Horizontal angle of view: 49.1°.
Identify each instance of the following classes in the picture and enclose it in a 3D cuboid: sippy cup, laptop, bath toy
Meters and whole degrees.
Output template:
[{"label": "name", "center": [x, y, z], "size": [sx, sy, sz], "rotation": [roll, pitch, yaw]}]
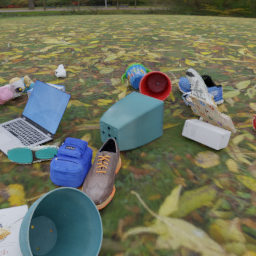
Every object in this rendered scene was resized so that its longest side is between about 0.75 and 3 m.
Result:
[{"label": "sippy cup", "center": [0.545, -2.859, 15.934], "size": [1.272, 1.620, 1.187], "rotation": [35, 24, -33]}, {"label": "laptop", "center": [-4.076, -0.524, 11.049], "size": [2.827, 1.638, 2.647], "rotation": [-25, 37, -38]}, {"label": "bath toy", "center": [-5.974, -1.626, 13.704], "size": [1.096, 1.290, 2.965], "rotation": [34, 43, 13]}]

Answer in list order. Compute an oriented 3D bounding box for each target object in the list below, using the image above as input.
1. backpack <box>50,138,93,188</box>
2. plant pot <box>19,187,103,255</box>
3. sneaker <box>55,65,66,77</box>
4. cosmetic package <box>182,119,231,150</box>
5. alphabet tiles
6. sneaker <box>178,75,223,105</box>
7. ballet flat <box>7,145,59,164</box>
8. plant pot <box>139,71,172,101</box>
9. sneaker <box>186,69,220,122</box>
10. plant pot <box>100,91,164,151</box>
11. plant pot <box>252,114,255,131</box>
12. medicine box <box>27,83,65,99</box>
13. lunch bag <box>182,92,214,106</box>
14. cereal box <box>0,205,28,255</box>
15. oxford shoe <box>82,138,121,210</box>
[{"label": "backpack", "center": [-1.794, 1.054, 8.597], "size": [1.146, 1.183, 1.410], "rotation": [6, 31, 8]}, {"label": "plant pot", "center": [-1.618, 2.287, 6.100], "size": [1.202, 1.784, 1.784], "rotation": [-24, 10, 40]}, {"label": "sneaker", "center": [-4.385, -3.653, 17.952], "size": [0.638, 0.560, 1.593], "rotation": [-12, 31, -16]}, {"label": "cosmetic package", "center": [2.947, 0.203, 10.555], "size": [1.544, 0.655, 0.831], "rotation": [27, 22, 39]}, {"label": "alphabet tiles", "center": [3.213, -0.509, 10.889], "size": [0.157, 2.100, 2.147], "rotation": [-48, 43, -4]}, {"label": "sneaker", "center": [3.799, -2.233, 14.555], "size": [1.142, 1.297, 2.908], "rotation": [-18, 33, -30]}, {"label": "ballet flat", "center": [-3.200, 0.915, 9.672], "size": [1.783, 0.640, 0.640], "rotation": [-1, 28, -7]}, {"label": "plant pot", "center": [1.472, -2.220, 14.450], "size": [1.616, 1.616, 1.430], "rotation": [5, 18, 9]}, {"label": "sneaker", "center": [2.965, -1.375, 12.062], "size": [1.050, 2.394, 0.906], "rotation": [-28, -5, 13]}, {"label": "plant pot", "center": [0.079, -0.150, 10.554], "size": [1.538, 1.537, 2.176], "rotation": [24, 40, 36]}, {"label": "plant pot", "center": [5.552, -0.237, 11.279], "size": [0.862, 0.947, 0.947], "rotation": [-13, 30, -10]}, {"label": "medicine box", "center": [-4.067, -1.656, 14.085], "size": [1.272, 0.719, 1.397], "rotation": [13, 31, 21]}, {"label": "lunch bag", "center": [3.377, -1.405, 13.617], "size": [1.009, 0.756, 1.190], "rotation": [-24, 47, -35]}, {"label": "cereal box", "center": [-3.131, 2.788, 6.141], "size": [1.714, 0.471, 2.382], "rotation": [-7, 29, -13]}, {"label": "oxford shoe", "center": [-0.818, 1.277, 8.380], "size": [0.978, 1.000, 2.743], "rotation": [3, 29, 6]}]
